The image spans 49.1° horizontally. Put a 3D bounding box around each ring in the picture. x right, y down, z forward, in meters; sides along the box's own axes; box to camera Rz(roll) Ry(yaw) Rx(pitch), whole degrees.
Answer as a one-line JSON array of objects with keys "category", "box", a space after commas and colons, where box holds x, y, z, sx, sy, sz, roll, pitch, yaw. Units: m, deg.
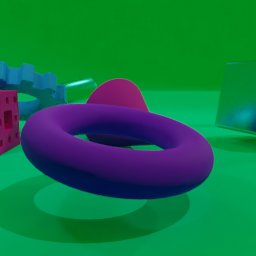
[{"category": "ring", "box": [-0.087, 0.126, 2.843, 1.882, 0.376, 1.882, 8, 16, -2]}]

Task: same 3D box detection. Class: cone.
[{"category": "cone", "box": [-0.867, 0.018, 5.553, 1.169, 1.165, 1.165, -31, 21, -22]}, {"category": "cone", "box": [0.132, -0.010, 4.566, 1.301, 1.301, 1.306, -6, 26, -36]}]

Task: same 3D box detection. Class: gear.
[{"category": "gear", "box": [-2.438, -0.679, 6.191, 2.077, 0.384, 2.077, -4, -22, -2]}]

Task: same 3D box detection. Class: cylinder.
[{"category": "cylinder", "box": [-1.663, -0.943, 9.216, 1.237, 1.237, 1.237, -17, 14, -20]}]

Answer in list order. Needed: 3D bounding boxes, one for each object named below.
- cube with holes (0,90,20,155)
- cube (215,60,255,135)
[{"category": "cube with holes", "box": [-2.658, -0.128, 4.979, 1.060, 1.060, 1.060, 0, 8, -1]}, {"category": "cube", "box": [2.814, -0.537, 5.591, 1.370, 1.370, 1.370, 6, 6, -28]}]
